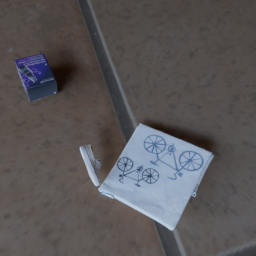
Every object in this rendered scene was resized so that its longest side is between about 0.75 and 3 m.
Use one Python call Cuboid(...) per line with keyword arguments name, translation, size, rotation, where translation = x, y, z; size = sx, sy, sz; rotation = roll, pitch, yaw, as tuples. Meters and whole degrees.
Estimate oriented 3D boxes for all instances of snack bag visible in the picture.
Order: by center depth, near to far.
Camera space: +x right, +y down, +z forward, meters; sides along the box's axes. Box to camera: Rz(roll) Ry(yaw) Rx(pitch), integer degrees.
Cuboid(name="snack bag", translation=(0.692, 1.073, 6.705), size=(2.064, 0.234, 2.189), rotation=(23, 63, 21))

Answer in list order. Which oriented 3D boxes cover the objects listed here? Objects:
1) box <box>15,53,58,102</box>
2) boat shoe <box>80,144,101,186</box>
Cuboid(name="box", translation=(-2.583, -1.442, 7.934), size=(0.853, 0.601, 1.153), rotation=(-21, 64, -21))
Cuboid(name="boat shoe", translation=(-0.803, 0.849, 6.602), size=(0.352, 0.358, 1.009), rotation=(-19, 73, -20))
